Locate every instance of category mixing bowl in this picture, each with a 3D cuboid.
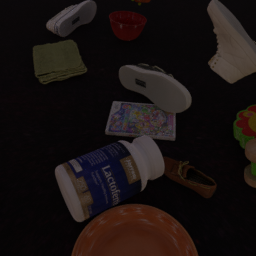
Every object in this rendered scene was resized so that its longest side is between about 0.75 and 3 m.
[{"bbox_3d":[-0.040,-4.169,11.611,1.530,0.829,1.530,4,42,-4],"label":"mixing bowl"}]

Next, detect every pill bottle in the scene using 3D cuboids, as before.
[{"bbox_3d":[-0.350,0.976,5.928,2.095,1.212,1.212,-22,48,-22],"label":"pill bottle"}]

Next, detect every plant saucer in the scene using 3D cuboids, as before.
[{"bbox_3d":[0.122,2.434,4.975,2.247,0.420,2.247,1,44,-1],"label":"plant saucer"}]

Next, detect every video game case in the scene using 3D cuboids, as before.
[{"bbox_3d":[0.401,-0.238,7.981,1.885,0.170,1.349,5,44,5],"label":"video game case"}]

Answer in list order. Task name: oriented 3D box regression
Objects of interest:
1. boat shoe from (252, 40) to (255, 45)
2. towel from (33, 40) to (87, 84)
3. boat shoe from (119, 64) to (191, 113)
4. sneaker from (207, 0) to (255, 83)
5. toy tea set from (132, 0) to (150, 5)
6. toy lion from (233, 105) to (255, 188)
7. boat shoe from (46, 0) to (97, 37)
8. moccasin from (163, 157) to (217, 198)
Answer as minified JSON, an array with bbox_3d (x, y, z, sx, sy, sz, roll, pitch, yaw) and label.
[{"bbox_3d":[4.518,-2.826,10.361,0.681,0.756,2.139,-11,52,-10],"label":"boat shoe"},{"bbox_3d":[-2.541,-2.443,10.131,1.761,0.433,2.373,-14,46,-13],"label":"towel"},{"bbox_3d":[0.914,-1.386,8.482,0.922,1.024,2.895,-24,41,-30],"label":"boat shoe"},{"bbox_3d":[2.308,-2.020,6.888,1.996,1.153,0.735,53,44,-4],"label":"sneaker"},{"bbox_3d":[0.381,-4.097,7.482,0.564,1.523,0.906,24,13,24],"label":"toy tea set"},{"bbox_3d":[4.056,0.230,6.654,2.984,1.024,2.860,4,36,28],"label":"toy lion"},{"bbox_3d":[-2.470,-5.007,12.421,0.903,1.017,2.764,25,48,19],"label":"boat shoe"},{"bbox_3d":[1.324,1.041,6.350,1.413,0.545,0.517,34,53,31],"label":"moccasin"}]
